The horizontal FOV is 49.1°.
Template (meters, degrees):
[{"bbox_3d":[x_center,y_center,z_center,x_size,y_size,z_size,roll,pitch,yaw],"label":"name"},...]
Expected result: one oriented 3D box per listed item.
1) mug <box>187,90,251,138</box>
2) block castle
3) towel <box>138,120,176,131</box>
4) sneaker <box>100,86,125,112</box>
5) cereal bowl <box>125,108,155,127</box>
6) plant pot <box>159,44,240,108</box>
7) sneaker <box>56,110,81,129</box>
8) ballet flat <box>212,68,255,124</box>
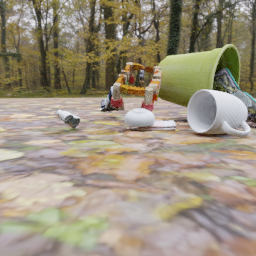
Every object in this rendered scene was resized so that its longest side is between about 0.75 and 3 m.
[{"bbox_3d":[2.523,-0.279,7.326,1.340,1.129,1.529,3,36,-28],"label":"mug"},{"bbox_3d":[0.353,-1.341,9.502,1.434,1.007,2.146,9,35,9],"label":"block castle"},{"bbox_3d":[0.896,-0.108,8.664,1.143,0.193,1.197,1,9,6],"label":"towel"},{"bbox_3d":[-0.768,-1.134,11.596,0.997,0.644,1.838,-5,-18,9],"label":"sneaker"},{"bbox_3d":[0.345,-0.350,8.226,0.896,0.373,0.896,-1,19,0],"label":"cereal bowl"},{"bbox_3d":[2.496,-1.759,10.537,2.498,2.717,2.717,14,15,36],"label":"plant pot"},{"bbox_3d":[-1.705,-0.289,8.104,0.432,0.379,1.077,33,-6,17],"label":"sneaker"},{"bbox_3d":[3.642,-0.934,9.634,1.073,1.073,2.985,-2,42,-15],"label":"ballet flat"}]
